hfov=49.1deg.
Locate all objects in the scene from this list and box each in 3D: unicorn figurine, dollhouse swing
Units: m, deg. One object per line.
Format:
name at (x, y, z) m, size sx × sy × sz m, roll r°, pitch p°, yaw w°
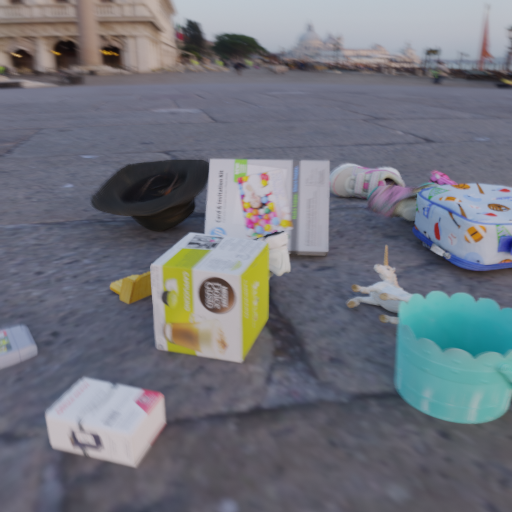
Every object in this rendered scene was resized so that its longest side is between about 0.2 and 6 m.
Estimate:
unicorn figurine at (1.999, 0.579, 8.438) m, size 1.196 × 0.643 × 1.741 m, roll -3°, pitch 34°, yaw -35°
dollhouse swing at (-1.912, 0.345, 8.957) m, size 0.634 × 0.655 × 0.721 m, roll 39°, pitch 39°, yaw 26°

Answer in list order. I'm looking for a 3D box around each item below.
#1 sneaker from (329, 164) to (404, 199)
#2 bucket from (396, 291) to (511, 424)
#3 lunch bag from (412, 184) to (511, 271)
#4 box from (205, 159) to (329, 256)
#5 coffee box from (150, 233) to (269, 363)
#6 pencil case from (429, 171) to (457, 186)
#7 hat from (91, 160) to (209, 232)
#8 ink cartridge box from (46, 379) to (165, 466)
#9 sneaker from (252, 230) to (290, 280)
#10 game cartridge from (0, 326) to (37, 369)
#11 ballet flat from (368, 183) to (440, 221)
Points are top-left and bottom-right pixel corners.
sneaker at (2.820, -1.847, 14.107) m, size 2.084 × 0.848 × 0.919 m, roll -5°, pitch 20°, yaw -11°
bucket at (2.293, 1.131, 6.413) m, size 1.490 × 0.969 × 1.490 m, roll 0°, pitch 22°, yaw 0°
lunch bag at (4.559, -0.525, 10.425) m, size 3.026 × 1.143 × 2.425 m, roll -5°, pitch 24°, yaw -14°
box at (0.220, -0.922, 10.605) m, size 2.291 × 1.786 × 0.472 m, roll 2°, pitch -12°, yaw 5°
coffee box at (-0.566, 0.518, 7.563) m, size 1.230 × 1.242 × 1.244 m, roll 7°, pitch 23°, yaw 16°
pencil case at (4.755, -1.605, 13.690) m, size 0.674 × 0.696 × 1.486 m, roll -21°, pitch 23°, yaw -3°
hat at (-2.083, -1.152, 11.880) m, size 2.578 × 1.040 × 2.578 m, roll -10°, pitch 36°, yaw 7°
ink cartridge box at (-1.534, 1.684, 5.764) m, size 0.965 × 0.407 × 0.698 m, roll 6°, pitch 22°, yaw 16°
sneaker at (-0.141, 0.109, 9.296) m, size 0.678 × 0.732 × 1.805 m, roll -23°, pitch 7°, yaw -41°
game cartridge at (-3.439, 1.233, 7.211) m, size 1.093 × 0.223 × 0.727 m, roll -13°, pitch 29°, yaw -30°
ballet flat at (3.436, -1.078, 12.120) m, size 2.493 × 0.862 × 0.887 m, roll -5°, pitch 43°, yaw -41°
